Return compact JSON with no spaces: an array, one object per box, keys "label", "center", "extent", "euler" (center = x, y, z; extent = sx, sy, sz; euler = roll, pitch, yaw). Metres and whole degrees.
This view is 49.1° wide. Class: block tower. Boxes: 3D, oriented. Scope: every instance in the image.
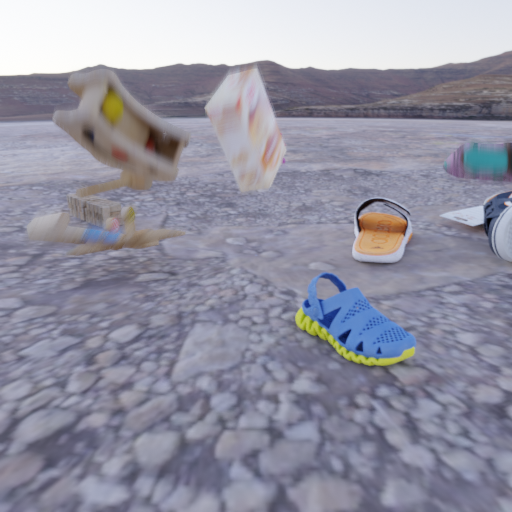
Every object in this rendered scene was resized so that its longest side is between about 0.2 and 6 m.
[{"label":"block tower","center":[-3.541,-1.013,12.304],"extent":[0.517,0.483,1.790],"euler":[-15,23,-37]}]

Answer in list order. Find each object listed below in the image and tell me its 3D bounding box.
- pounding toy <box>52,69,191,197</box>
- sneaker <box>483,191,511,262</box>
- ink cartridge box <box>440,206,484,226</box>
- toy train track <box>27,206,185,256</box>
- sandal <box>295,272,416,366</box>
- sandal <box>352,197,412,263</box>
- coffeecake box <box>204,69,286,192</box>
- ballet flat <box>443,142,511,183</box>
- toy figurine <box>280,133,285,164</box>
[{"label":"pounding toy","center":[-2.113,-1.607,9.099],"extent":[1.563,1.568,2.733],"euler":[13,-13,19]},{"label":"sneaker","center":[4.527,-0.554,10.076],"extent":[0.989,0.977,2.491],"euler":[1,19,44]},{"label":"ink cartridge box","center":[4.697,-0.744,11.867],"extent":[1.258,0.297,1.007],"euler":[-13,21,-22]},{"label":"toy train track","center":[-2.245,-0.439,8.231],"extent":[1.897,0.538,3.307],"euler":[-10,-3,10]},{"label":"sandal","center":[1.082,0.697,6.424],"extent":[0.677,0.742,1.704],"euler":[-11,22,-38]},{"label":"sandal","center":[2.389,-0.635,10.467],"extent":[1.132,0.846,2.954],"euler":[4,18,12]},{"label":"coffeecake box","center":[-0.109,-1.824,8.156],"extent":[0.507,1.388,1.066],"euler":[-6,38,25]},{"label":"ballet flat","center":[3.319,-1.244,7.615],"extent":[1.679,0.580,0.597],"euler":[1,1,-15]},{"label":"toy figurine","center":[0.198,-2.076,10.786],"extent":[1.304,0.979,1.200],"euler":[53,27,20]}]
